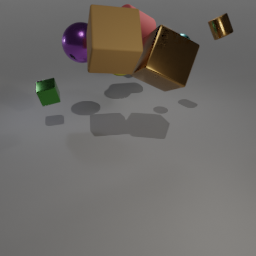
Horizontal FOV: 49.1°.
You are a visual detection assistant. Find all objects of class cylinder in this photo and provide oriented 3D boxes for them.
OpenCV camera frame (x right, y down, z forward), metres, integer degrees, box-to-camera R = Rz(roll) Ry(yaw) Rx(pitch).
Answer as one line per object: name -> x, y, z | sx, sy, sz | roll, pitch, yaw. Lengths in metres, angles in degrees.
cylinder -> 3.284, -3.590, 9.933 | 0.700, 0.700, 0.700 | -24, 14, 6
cylinder -> 0.242, -4.340, 12.053 | 1.400, 1.400, 1.400 | 15, 18, -37

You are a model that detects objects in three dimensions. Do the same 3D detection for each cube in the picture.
cube -> -3.005, -1.354, 10.564 | 0.700, 0.700, 0.700 | -15, 45, -4
cube -> 1.109, -2.099, 8.759 | 1.400, 1.400, 1.400 | 22, -5, -17
cube -> -0.453, -2.534, 8.236 | 1.400, 1.400, 1.400 | 0, 73, -13

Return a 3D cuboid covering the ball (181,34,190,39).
ball -> 1.856, -2.930, 9.797 | 0.700, 0.700, 0.700 | 0, 30, 0

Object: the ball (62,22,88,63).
ball -> -1.649, -3.034, 9.995 | 1.400, 1.400, 1.400 | 0, 30, 0

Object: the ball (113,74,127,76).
ball -> -0.371, -3.092, 12.844 | 1.400, 1.400, 1.400 | 0, 30, 0
